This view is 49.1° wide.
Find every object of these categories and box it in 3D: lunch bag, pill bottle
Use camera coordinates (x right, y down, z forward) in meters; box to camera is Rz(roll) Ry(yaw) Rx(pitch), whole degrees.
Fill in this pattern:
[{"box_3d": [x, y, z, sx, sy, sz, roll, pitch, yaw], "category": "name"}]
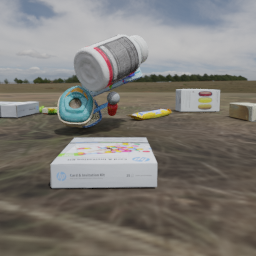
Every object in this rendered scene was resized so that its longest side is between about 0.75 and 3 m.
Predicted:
[{"box_3d": [-0.582, -1.743, 9.765, 1.995, 0.823, 1.604, -25, 14, -14], "category": "lunch bag"}, {"box_3d": [-0.375, -1.927, 7.880, 1.183, 1.183, 2.137, 8, 32, 41], "category": "pill bottle"}]

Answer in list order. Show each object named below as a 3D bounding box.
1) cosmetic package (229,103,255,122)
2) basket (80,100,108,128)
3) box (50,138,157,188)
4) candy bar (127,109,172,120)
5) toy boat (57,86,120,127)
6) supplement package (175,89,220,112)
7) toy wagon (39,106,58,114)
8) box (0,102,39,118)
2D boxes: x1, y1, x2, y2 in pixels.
[{"box_3d": [4.945, -0.670, 11.403, 0.900, 0.608, 1.712, -1, 9, -8], "category": "cosmetic package"}, {"box_3d": [-1.231, -0.507, 9.020, 1.240, 0.862, 1.093, -21, 8, 47], "category": "basket"}, {"box_3d": [-0.343, 0.505, 4.697, 1.468, 0.388, 1.883, 0, 10, 0], "category": "box"}, {"box_3d": [0.994, -0.586, 11.937, 0.676, 0.300, 2.710, 7, 12, 36], "category": "candy bar"}, {"box_3d": [-1.119, -0.710, 7.984, 1.737, 0.807, 1.460, 0, 50, -9], "category": "toy boat"}, {"box_3d": [3.596, -1.443, 14.567, 2.021, 1.150, 1.107, -1, 8, -5], "category": "supplement package"}, {"box_3d": [-3.598, -0.865, 13.584, 1.309, 0.334, 1.687, -1, 10, -5], "category": "toy wagon"}, {"box_3d": [-5.896, -0.873, 12.780, 2.885, 0.594, 2.249, 2, 8, 5], "category": "box"}]
